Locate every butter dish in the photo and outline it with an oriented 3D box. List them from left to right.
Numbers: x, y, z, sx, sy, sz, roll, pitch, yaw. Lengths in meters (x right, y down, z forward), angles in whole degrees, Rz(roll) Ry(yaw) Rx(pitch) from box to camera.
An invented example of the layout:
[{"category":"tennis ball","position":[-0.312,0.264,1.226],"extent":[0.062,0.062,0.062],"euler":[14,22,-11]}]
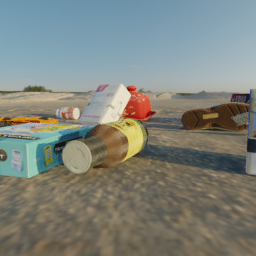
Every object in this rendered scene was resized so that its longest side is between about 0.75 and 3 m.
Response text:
[{"category":"butter dish","position":[0.167,-1.316,14.253],"extent":[2.279,1.689,2.285],"euler":[8,15,21]}]

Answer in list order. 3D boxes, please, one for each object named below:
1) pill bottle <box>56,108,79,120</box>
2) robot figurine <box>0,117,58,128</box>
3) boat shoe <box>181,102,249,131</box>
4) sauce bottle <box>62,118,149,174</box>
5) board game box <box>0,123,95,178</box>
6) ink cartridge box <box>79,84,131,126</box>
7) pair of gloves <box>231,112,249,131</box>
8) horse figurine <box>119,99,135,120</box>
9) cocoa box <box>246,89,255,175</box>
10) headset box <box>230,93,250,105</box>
[{"category":"pill bottle","position":[-3.280,-0.785,15.228],"extent":[1.147,0.643,0.643],"euler":[2,7,19]},{"category":"robot figurine","position":[-3.327,-0.040,8.941],"extent":[2.114,0.615,1.533],"euler":[-1,7,-14]},{"category":"boat shoe","position":[3.494,-0.420,10.549],"extent":[2.839,1.048,1.050],"euler":[2,1,17]},{"category":"sauce bottle","position":[-0.302,0.290,5.234],"extent":[0.818,0.818,2.527],"euler":[2,7,19]},{"category":"board game box","position":[-2.058,0.326,5.856],"extent":[1.928,0.599,2.554],"euler":[2,7,18]},{"category":"ink cartridge box","position":[-0.842,-0.748,10.260],"extent":[1.249,1.705,0.706],"euler":[6,-30,42]},{"category":"pair of gloves","position":[3.859,-0.112,8.673],"extent":[1.154,0.202,0.981],"euler":[32,-19,-16]},{"category":"horse figurine","position":[-0.222,-0.833,11.527],"extent":[0.792,1.195,0.298],"euler":[-24,-31,5]},{"category":"cocoa box","position":[3.196,0.053,4.528],"extent":[2.184,1.433,1.457],"euler":[4,8,33]},{"category":"headset box","position":[5.806,-0.808,12.121],"extent":[1.998,1.008,2.688],"euler":[13,4,-11]}]
